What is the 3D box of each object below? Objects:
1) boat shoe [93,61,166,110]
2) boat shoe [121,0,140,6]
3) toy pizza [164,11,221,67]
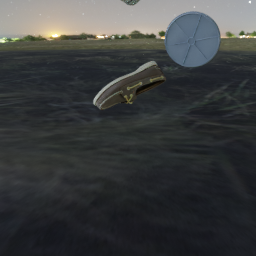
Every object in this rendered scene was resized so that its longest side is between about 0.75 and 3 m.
[{"bbox_3d":[0.045,-0.651,4.709,1.308,0.389,0.470,-32,-15,-16],"label":"boat shoe"},{"bbox_3d":[0.331,-3.501,6.332,0.684,0.754,2.050,1,-18,-33],"label":"boat shoe"},{"bbox_3d":[2.170,-2.977,9.479,1.874,1.874,0.297,7,35,19],"label":"toy pizza"}]
